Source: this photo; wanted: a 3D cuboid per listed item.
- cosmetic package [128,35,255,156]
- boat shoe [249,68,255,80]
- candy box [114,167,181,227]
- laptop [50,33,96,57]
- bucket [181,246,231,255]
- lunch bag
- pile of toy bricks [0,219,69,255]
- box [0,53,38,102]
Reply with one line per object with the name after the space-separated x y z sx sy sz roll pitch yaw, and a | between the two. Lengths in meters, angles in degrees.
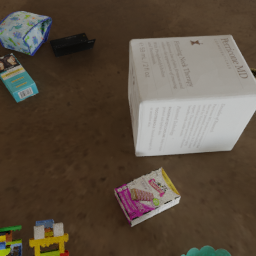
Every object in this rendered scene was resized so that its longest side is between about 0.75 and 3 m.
1.581 -0.900 8.063 2.960 2.462 2.477 -4 53 -5 | cosmetic package
4.111 -1.903 9.929 2.245 0.706 0.819 23 56 16 | boat shoe
0.497 1.770 7.317 1.440 0.439 0.982 -22 55 -16 | candy box
-2.217 -3.423 10.968 1.543 0.899 1.741 -18 55 -14 | laptop
1.614 3.300 5.418 1.678 1.091 1.678 3 23 -1 | bucket
-4.104 -3.935 11.212 1.517 1.137 1.784 18 65 14 | lunch bag
-2.762 2.895 6.113 2.756 1.529 1.360 -1 80 -21 | pile of toy bricks
-4.056 -1.831 10.011 0.829 0.495 2.015 -31 59 -21 | box
